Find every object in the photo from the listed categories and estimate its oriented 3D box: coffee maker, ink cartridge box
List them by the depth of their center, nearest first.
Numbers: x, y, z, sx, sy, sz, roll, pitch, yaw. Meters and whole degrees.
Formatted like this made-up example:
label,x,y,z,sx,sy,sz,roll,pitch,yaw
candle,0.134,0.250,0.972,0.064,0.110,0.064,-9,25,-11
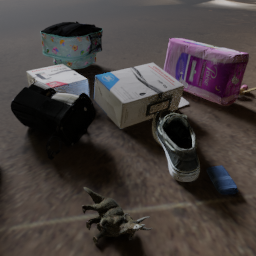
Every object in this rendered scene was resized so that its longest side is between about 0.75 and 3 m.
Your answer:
label,x,y,z,sx,sy,sz,roll,pitch,yaw
coffee maker,-2.240,-0.358,7.770,1.984,1.336,1.905,17,37,28
ink cartridge box,0.579,-1.228,9.261,2.963,1.005,1.719,-20,48,-30
ink cartridge box,-2.565,-1.539,10.169,1.530,0.891,2.100,-20,35,-30

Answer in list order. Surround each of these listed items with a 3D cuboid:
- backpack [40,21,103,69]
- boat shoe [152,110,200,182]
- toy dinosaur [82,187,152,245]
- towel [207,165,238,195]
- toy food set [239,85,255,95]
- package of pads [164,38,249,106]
label,x,y,z,sx,sy,sz,roll,pitch,yaw
backpack,-2.638,-3.794,12.814,2.270,1.979,2.582,19,26,20
boat shoe,1.298,0.106,7.280,1.035,1.018,2.872,-4,31,-7
toy dinosaur,-0.364,1.665,5.277,0.811,0.611,1.587,-8,24,-35
towel,2.106,1.175,6.311,0.447,0.194,0.801,-4,32,-6
toy food set,4.056,-1.516,10.791,1.034,0.256,1.627,-17,27,-26
package of pads,2.655,-2.127,10.241,1.130,1.799,2.986,-17,34,-38
